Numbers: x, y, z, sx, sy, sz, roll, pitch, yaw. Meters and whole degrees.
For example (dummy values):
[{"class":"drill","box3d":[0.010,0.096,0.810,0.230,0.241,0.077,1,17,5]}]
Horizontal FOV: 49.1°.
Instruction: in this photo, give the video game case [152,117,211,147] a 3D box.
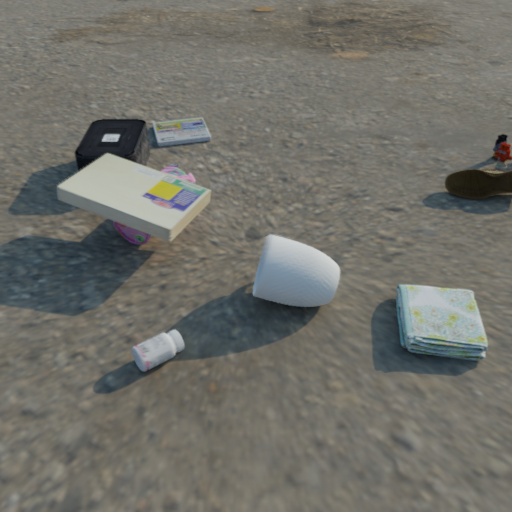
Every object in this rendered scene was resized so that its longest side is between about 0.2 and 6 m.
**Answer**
[{"class":"video game case","box3d":[-1.897,-3.143,14.183,1.326,0.146,1.207,-9,38,-11]}]

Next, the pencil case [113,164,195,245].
[{"class":"pencil case","box3d":[-1.925,-1.021,10.831,0.839,0.839,1.919,15,40,19]}]

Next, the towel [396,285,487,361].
[{"class":"towel","box3d":[2.815,0.986,8.629,1.216,0.342,1.420,7,38,4]}]

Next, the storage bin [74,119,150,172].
[{"class":"storage bin","box3d":[-3.140,-2.266,12.438,1.266,0.878,1.873,0,36,0]}]

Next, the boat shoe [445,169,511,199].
[{"class":"boat shoe","box3d":[4.865,-1.548,11.841,1.726,0.623,0.621,-4,6,11]}]

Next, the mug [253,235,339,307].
[{"class":"mug","box3d":[0.664,0.232,9.095,1.210,1.019,1.381,15,23,-4]}]

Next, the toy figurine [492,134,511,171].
[{"class":"toy figurine","box3d":[5.873,-2.304,12.724,0.942,0.655,0.927,5,32,10]}]

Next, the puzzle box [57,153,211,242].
[{"class":"puzzle box","box3d":[-2.150,-1.091,10.040,2.286,0.291,1.521,21,39,14]}]

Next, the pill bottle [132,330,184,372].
[{"class":"pill bottle","box3d":[-1.409,1.353,8.084,0.679,0.385,0.385,-24,43,-28]}]
